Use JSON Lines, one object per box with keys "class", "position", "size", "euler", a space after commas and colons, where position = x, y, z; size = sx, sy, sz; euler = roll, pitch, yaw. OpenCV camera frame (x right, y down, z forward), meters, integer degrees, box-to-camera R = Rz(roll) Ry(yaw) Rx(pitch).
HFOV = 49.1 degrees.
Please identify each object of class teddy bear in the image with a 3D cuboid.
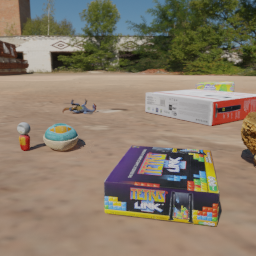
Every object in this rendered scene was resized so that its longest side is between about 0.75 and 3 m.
{"class": "teddy bear", "position": [2.793, 0.433, 3.987], "size": [2.348, 0.784, 1.703], "euler": [10, 22, 11]}

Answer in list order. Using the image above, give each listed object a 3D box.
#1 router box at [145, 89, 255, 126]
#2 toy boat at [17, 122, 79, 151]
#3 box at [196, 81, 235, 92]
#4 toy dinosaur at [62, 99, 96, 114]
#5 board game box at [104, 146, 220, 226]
{"class": "router box", "position": [2.397, -0.781, 9.118], "size": [2.522, 0.686, 2.810], "euler": [-9, 15, -34]}
{"class": "toy boat", "position": [-1.523, 0.125, 5.394], "size": [1.123, 0.522, 0.944], "euler": [-4, 15, -20]}
{"class": "box", "position": [3.552, -1.414, 11.378], "size": [1.438, 0.877, 1.385], "euler": [2, 13, 21]}
{"class": "toy dinosaur", "position": [-1.548, -0.697, 9.466], "size": [0.982, 0.516, 0.891], "euler": [-5, -13, 42]}
{"class": "board game box", "position": [0.470, 0.618, 3.546], "size": [1.196, 0.410, 1.446], "euler": [4, 13, 11]}
